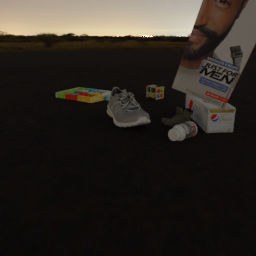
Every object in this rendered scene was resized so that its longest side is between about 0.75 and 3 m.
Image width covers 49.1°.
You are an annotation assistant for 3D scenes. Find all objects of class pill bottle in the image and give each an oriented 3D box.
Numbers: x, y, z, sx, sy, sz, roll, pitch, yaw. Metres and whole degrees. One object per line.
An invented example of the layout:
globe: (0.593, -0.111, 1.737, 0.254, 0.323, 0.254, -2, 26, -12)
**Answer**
pill bottle: (1.480, 0.101, 7.634, 0.805, 0.446, 0.446, -15, 24, -39)

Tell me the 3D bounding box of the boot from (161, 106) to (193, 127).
boot: (1.507, -0.366, 8.582, 0.370, 0.715, 1.094, -18, 26, -42)

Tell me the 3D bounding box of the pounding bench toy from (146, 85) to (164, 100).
pounding bench toy: (1.345, -1.626, 12.536, 0.862, 0.536, 0.673, -18, 26, -41)

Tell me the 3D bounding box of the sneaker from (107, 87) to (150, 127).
sneaker: (-0.122, -0.711, 9.080, 0.947, 1.039, 2.534, -9, 21, -25)

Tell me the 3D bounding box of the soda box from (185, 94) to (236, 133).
soda box: (2.587, -0.601, 9.170, 0.834, 0.780, 2.449, -1, 20, -4)

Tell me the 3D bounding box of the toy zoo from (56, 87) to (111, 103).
toy zoo: (-1.821, -1.490, 12.574, 2.408, 0.246, 1.580, 11, 22, 31)

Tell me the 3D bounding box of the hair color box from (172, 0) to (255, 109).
hair color box: (1.847, -1.642, 5.627, 1.223, 2.205, 0.705, 24, 31, 14)
